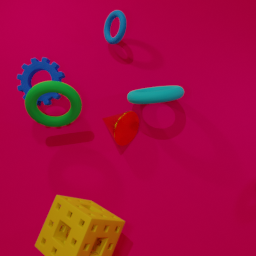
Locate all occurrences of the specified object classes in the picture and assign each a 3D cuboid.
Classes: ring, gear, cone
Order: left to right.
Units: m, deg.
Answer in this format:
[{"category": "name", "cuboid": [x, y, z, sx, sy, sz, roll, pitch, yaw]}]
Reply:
[{"category": "gear", "cuboid": [-2.449, -1.303, 7.921, 1.336, 0.247, 1.336, 0, 90, 6]}, {"category": "ring", "cuboid": [-1.967, -0.606, 7.442, 1.465, 1.465, 0.293, -8, 43, -3]}, {"category": "cone", "cuboid": [-0.400, -0.134, 8.219, 1.037, 1.033, 1.033, 22, 67, 37]}, {"category": "ring", "cuboid": [-0.418, -3.196, 8.908, 0.210, 1.051, 1.051, 0, 62, -40]}, {"category": "ring", "cuboid": [0.786, -0.964, 8.056, 1.628, 1.628, 0.326, -8, 102, -3]}]

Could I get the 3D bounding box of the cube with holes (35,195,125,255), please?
[{"category": "cube with holes", "cuboid": [-1.064, 2.389, 6.342, 1.207, 1.207, 1.207, 18, 83, 39]}]
